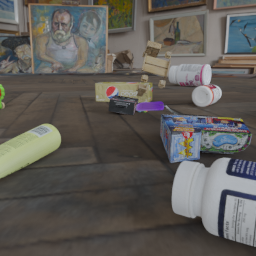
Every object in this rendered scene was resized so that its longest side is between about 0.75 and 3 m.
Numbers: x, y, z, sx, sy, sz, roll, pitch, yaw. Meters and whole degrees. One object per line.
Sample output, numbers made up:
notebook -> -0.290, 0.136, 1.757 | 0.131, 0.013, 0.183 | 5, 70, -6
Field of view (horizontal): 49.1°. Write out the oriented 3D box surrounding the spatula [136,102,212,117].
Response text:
spatula -> 1.649, -0.498, 9.095 | 2.787, 0.286, 0.788 | 13, 25, -1

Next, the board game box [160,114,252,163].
board game box -> 1.561, 0.210, 6.170 | 1.985, 0.612, 1.984 | 4, 15, 15

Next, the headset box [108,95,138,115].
headset box -> -0.164, -0.885, 10.741 | 0.972, 0.505, 1.307 | 9, 13, 6

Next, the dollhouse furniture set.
dollhouse furniture set -> 1.045, -2.318, 11.585 | 1.110, 2.142, 0.948 | 14, -16, -4

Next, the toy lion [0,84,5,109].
toy lion -> -5.561, -1.336, 11.495 | 1.170, 1.121, 0.402 | 5, 14, 20

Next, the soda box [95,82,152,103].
soda box -> -0.195, -1.748, 13.633 | 2.690, 0.911, 0.861 | 4, 14, 16

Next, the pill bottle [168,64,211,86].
pill bottle -> 4.768, -4.093, 21.696 | 2.955, 1.675, 1.675 | 9, 16, 34

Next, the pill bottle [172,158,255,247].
pill bottle -> 1.343, 0.813, 3.076 | 1.599, 0.888, 0.888 | 8, 16, 28

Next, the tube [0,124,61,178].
tube -> -2.151, 0.545, 5.020 | 0.638, 0.713, 2.456 | 41, 25, 5

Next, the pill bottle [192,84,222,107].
pill bottle -> 3.590, -1.492, 12.600 | 0.911, 0.911, 1.663 | 9, 16, 33
